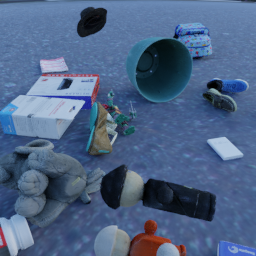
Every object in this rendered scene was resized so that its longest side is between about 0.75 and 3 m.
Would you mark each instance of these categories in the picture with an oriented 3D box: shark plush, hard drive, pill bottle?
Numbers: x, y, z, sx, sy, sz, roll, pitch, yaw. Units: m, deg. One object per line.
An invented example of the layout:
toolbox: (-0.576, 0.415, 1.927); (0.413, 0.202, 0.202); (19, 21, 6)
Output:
shark plush: (-1.462, 1.298, 7.929); (1.953, 0.813, 0.887); (20, 37, 30)
hard drive: (3.295, 0.693, 9.571); (0.715, 0.137, 1.084); (-8, 32, -13)
pill bottle: (-2.907, 2.467, 5.924); (1.582, 0.901, 0.901); (-19, 36, -27)
hard drive: (2.433, 3.330, 5.080); (1.614, 0.310, 2.446); (9, 33, 15)

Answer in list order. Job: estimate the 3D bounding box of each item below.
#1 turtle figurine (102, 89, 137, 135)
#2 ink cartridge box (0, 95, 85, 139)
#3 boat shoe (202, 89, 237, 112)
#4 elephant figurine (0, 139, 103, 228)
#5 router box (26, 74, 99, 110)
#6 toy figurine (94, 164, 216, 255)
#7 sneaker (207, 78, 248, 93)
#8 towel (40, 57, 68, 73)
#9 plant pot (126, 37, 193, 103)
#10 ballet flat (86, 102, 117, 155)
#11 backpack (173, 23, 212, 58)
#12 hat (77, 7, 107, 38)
turtle figurine: (-0.345, -0.593, 10.941); (1.501, 1.010, 2.005); (32, 19, -30)
ink cartridge box: (-3.133, -0.420, 10.627); (2.780, 0.927, 1.610); (6, 32, 10)
boat shoe: (3.934, -1.145, 12.168); (0.612, 0.665, 1.861); (-20, 36, -13)
elephant figurine: (-2.545, 1.088, 7.172); (2.764, 2.144, 1.955); (14, 64, 43)
router box: (-2.874, -1.743, 13.018); (2.831, 0.692, 2.541); (1, 31, 1)
toy figurine: (0.201, 2.278, 4.522); (1.902, 2.733, 2.691); (13, 36, 2)
sneaker: (4.680, -1.969, 13.357); (1.832, 0.703, 1.019); (17, 29, 33)
towel: (-4.458, -3.758, 16.712); (1.486, 0.304, 2.031); (-11, 33, -16)
plant pot: (1.188, -2.875, 13.054); (2.838, 2.838, 2.278); (-11, 27, -18)
ballet flat: (-0.888, 0.023, 10.081); (1.015, 0.951, 2.806); (16, 29, -14)
backpack: (4.320, -5.668, 18.438); (2.434, 1.793, 2.666); (-2, 35, -1)
hat: (-1.593, -4.470, 11.441); (1.581, 1.581, 0.638); (-28, 78, -37)
